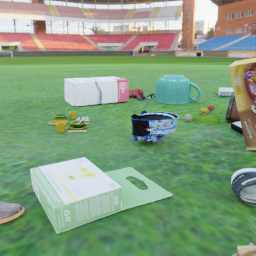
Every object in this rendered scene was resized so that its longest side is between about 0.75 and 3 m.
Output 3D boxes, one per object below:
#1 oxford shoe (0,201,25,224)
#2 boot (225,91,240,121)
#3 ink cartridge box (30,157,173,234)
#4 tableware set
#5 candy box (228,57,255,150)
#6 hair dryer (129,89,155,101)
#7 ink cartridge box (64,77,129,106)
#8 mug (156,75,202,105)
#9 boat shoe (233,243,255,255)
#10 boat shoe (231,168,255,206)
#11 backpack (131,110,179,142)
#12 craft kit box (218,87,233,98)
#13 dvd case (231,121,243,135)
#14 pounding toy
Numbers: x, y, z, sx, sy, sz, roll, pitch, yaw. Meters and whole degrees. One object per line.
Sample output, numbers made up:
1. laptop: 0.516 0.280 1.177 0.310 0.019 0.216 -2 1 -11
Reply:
1. oxford shoe: -2.079 1.185 4.151 1.030 0.376 0.367 -2 16 -6
2. boot: 5.081 -0.450 9.565 2.995 1.025 2.819 19 15 33
3. ink cartridge box: -0.473 0.945 4.876 2.064 0.495 1.502 -11 19 -29
4. tableware set: -1.997 -0.257 9.394 1.363 0.311 2.024 -2 16 -5
5. candy box: 3.238 -0.536 6.421 0.629 2.227 1.299 -32 22 -37
6. hair dryer: 0.511 -1.724 14.352 1.630 0.443 1.242 6 18 25
7. ink cartridge box: -1.539 -1.803 13.390 2.646 1.095 1.939 -7 17 -24
8. mug: 2.334 -1.892 13.453 1.998 1.236 1.642 -4 16 -15
9. boat shoe: 1.260 1.376 2.311 2.788 1.055 1.029 -6 14 -24
10. boat shoe: 2.630 0.984 4.444 1.840 0.696 0.555 -8 12 16
11. backpack: 0.753 -0.051 7.384 1.144 0.769 1.044 1 9 22
12. craft kit box: 5.787 -1.893 15.077 1.733 0.420 1.712 5 19 15
13. dvd case: 4.549 -0.106 8.217 2.392 0.210 1.707 -13 18 -6
14. pounding toy: 2.640 -0.510 9.836 1.185 0.550 0.915 6 17 20
